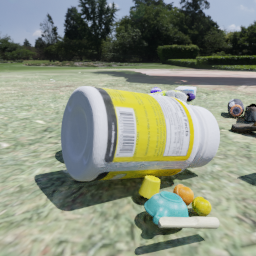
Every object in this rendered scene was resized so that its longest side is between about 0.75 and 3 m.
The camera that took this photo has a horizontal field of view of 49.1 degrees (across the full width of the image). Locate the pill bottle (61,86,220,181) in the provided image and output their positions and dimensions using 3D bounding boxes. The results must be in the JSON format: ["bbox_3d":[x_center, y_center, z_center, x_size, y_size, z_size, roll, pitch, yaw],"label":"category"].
[{"bbox_3d":[0.324,0.154,5.707,2.988,1.708,1.708,3,11,-33],"label":"pill bottle"}]

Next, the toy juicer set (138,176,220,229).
[{"bbox_3d":[0.823,1.357,4.496,1.150,0.492,1.807,14,8,-7],"label":"toy juicer set"}]

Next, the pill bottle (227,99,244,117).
[{"bbox_3d":[4.690,-0.863,12.189,0.687,0.687,1.293,5,15,18],"label":"pill bottle"}]

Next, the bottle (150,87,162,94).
[{"bbox_3d":[1.739,-2.207,17.476,0.705,0.551,1.688,-3,15,4],"label":"bottle"}]

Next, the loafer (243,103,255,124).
[{"bbox_3d":[5.090,-0.636,11.170,0.885,0.775,2.465,6,16,23],"label":"loafer"}]

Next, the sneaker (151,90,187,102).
[{"bbox_3d":[1.838,-1.577,14.545,2.274,0.861,1.194,-1,15,-1],"label":"sneaker"}]

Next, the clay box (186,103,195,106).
[{"bbox_3d":[2.756,-0.721,11.482,1.174,0.279,0.674,21,5,-31],"label":"clay box"}]

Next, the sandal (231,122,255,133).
[{"bbox_3d":[4.516,-0.166,9.283,0.899,0.601,2.200,-7,6,-43],"label":"sandal"}]

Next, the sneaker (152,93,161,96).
[{"bbox_3d":[0.873,-0.866,11.533,1.044,1.032,2.630,5,16,-3],"label":"sneaker"}]

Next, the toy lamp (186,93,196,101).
[{"bbox_3d":[3.008,-1.705,15.764,1.712,0.498,0.498,-7,16,-22],"label":"toy lamp"}]

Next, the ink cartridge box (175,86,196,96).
[{"bbox_3d":[3.494,-2.133,17.017,1.096,0.643,1.497,6,15,20],"label":"ink cartridge box"}]
